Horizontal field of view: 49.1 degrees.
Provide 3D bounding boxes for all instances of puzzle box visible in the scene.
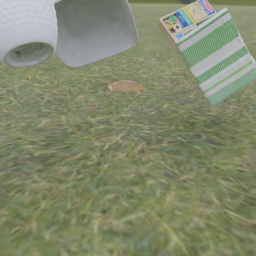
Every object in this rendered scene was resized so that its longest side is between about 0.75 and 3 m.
[{"bbox_3d":[2.178,-2.259,7.723,1.706,0.326,2.564,-31,81,-18],"label":"puzzle box"}]

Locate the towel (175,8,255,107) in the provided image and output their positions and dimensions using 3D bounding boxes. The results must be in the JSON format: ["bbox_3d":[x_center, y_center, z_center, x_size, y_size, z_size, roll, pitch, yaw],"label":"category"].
[{"bbox_3d":[1.594,-1.214,4.937,1.051,1.377,0.161,-33,17,10],"label":"towel"}]

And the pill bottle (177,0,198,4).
[{"bbox_3d":[0.815,-1.994,3.718,0.537,0.537,0.988,6,17,10],"label":"pill bottle"}]

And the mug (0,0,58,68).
[{"bbox_3d":[-1.768,-1.668,4.387,1.238,1.470,1.677,-18,-9,-23],"label":"mug"}]

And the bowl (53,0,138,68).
[{"bbox_3d":[-0.872,-2.271,5.933,1.910,1.912,0.714,-18,66,8],"label":"bowl"}]
